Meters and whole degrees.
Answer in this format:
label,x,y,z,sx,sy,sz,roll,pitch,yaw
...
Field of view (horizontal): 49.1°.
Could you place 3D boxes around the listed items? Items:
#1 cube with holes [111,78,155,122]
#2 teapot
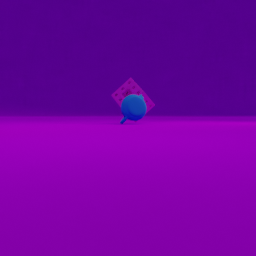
label,x,y,z,sx,sy,sz,roll,pitch,yaw
cube with holes,0.214,-1.144,11.528,1.083,1.083,1.083,41,9,-51
teapot,0.184,-0.730,10.044,0.945,1.520,0.744,40,-23,-10
